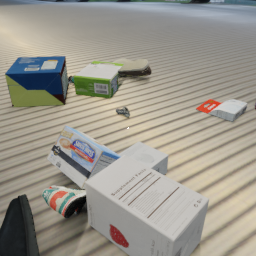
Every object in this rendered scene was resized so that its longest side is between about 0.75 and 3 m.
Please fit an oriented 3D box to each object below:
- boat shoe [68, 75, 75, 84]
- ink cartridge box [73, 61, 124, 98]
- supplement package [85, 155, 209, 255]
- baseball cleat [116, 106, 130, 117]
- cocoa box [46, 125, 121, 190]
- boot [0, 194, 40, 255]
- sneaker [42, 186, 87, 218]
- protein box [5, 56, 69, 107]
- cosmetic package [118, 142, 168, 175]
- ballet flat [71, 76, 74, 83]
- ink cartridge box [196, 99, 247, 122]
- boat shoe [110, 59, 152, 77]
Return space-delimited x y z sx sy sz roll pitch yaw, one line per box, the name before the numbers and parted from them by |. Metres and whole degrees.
boat shoe | -2.967 -2.632 14.851 1.076 0.356 0.376 -21 37 -32
ink cartridge box | -1.324 -2.510 14.029 1.847 0.947 2.499 9 32 14
supplement package | 0.343 1.876 6.208 2.317 1.405 1.388 24 38 34
baseball cleat | -0.208 -0.745 11.591 0.826 0.440 0.288 23 43 37
cocoa box | -1.169 0.853 7.764 1.691 1.110 1.128 29 0 36
boot | -2.886 2.504 5.585 2.076 0.944 2.471 -9 38 -22
sneaker | -1.444 1.603 6.545 0.820 0.617 1.754 29 -7 8
protein box | -4.048 -2.216 12.937 2.320 1.576 2.337 -3 31 -5
cosmetic package | 0.382 1.089 8.228 1.145 0.704 1.141 25 39 36
ballet flat | -2.395 -2.585 14.782 1.402 0.521 0.521 -16 34 -28
ink cartridge box | 3.987 -0.932 11.942 1.704 0.403 1.364 25 39 34
boat shoe | 0.102 -3.278 15.465 2.622 0.780 0.942 8 62 36
